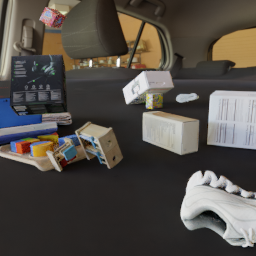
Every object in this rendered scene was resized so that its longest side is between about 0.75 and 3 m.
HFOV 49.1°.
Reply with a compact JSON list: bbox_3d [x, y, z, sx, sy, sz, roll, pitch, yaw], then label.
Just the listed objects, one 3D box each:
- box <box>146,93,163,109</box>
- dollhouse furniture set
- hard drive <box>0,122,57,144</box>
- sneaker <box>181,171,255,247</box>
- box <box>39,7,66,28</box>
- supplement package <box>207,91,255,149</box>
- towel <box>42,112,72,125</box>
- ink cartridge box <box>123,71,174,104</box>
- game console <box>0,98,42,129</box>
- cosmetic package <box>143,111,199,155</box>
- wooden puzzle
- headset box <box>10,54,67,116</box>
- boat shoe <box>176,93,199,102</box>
[{"bbox_3d":[1.485,-1.522,15.664,0.834,0.803,0.509,-10,16,-39],"label":"box"},{"bbox_3d":[-0.966,0.634,6.488,0.910,0.905,1.291,14,43,45],"label":"dollhouse furniture set"},{"bbox_3d":[-3.360,0.209,8.193,2.184,0.277,1.441,-9,-5,-35],"label":"hard drive"},{"bbox_3d":[1.770,1.259,3.763,2.185,0.821,0.885,6,30,30],"label":"sneaker"},{"bbox_3d":[-2.134,-3.148,8.008,0.375,0.407,0.793,34,18,-5],"label":"box"},{"bbox_3d":[3.593,-0.294,8.548,2.034,1.532,1.543,5,14,22],"label":"supplement package"},{"bbox_3d":[-3.045,-0.364,11.143,1.607,0.418,2.425,-2,6,-11],"label":"towel"},{"bbox_3d":[1.165,-2.366,16.565,1.863,1.076,2.561,-7,-12,-31],"label":"ink cartridge box"},{"bbox_3d":[-3.854,-0.353,9.168,1.877,1.111,1.602,-7,2,-31],"label":"game console"},{"bbox_3d":[1.206,0.086,8.272,0.644,0.953,1.811,-8,17,-31],"label":"cosmetic package"},{"bbox_3d":[-2.123,0.479,7.542,2.079,0.481,1.926,11,16,39],"label":"wooden puzzle"},{"bbox_3d":[-2.304,-1.169,7.304,1.311,1.506,0.698,-5,-18,-7],"label":"headset box"},{"bbox_3d":[2.095,-1.043,9.878,0.259,0.301,0.837,13,-9,-44],"label":"boat shoe"}]
